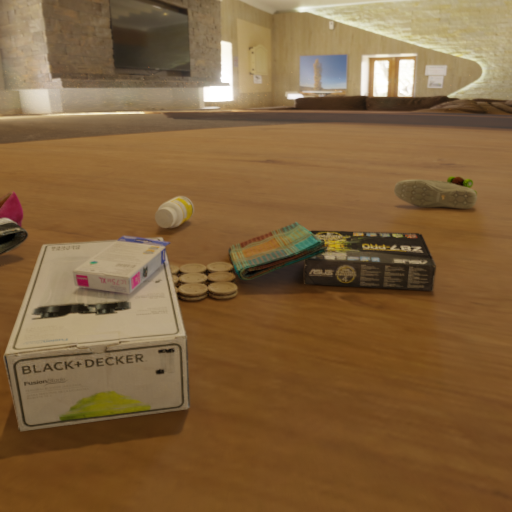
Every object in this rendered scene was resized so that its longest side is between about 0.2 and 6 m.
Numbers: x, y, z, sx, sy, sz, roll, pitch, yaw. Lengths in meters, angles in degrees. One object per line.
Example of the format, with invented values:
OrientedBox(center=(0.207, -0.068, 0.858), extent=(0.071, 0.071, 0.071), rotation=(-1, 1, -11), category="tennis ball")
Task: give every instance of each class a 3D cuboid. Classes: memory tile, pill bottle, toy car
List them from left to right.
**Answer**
OrientedBox(center=(-1.886, -0.977, 12.802), extent=(0.607, 0.607, 1.090), rotation=(5, 17, 14), category="pill bottle")
OrientedBox(center=(-1.292, 0.441, 9.343), extent=(1.912, 0.161, 1.466), rotation=(-2, 19, -7), category="memory tile")
OrientedBox(center=(5.380, -1.680, 15.268), extent=(0.895, 0.706, 0.735), rotation=(-37, 26, -13), category="toy car")

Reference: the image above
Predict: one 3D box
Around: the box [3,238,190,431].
OrientedBox(center=(-1.893, 0.746, 6.987), extent=(1.799, 0.927, 3.085), rotation=(-5, 22, -13), category="box")

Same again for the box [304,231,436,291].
OrientedBox(center=(1.949, 0.040, 9.954), extent=(2.147, 0.527, 1.731), rotation=(3, 22, 8), category="box")

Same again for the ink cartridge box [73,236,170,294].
OrientedBox(center=(-1.639, 0.085, 7.049), extent=(0.738, 0.260, 1.237), rotation=(7, 25, 14), category="ink cartridge box")

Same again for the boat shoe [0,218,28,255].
OrientedBox(center=(-5.009, -0.114, 10.195), extent=(0.611, 0.660, 1.788), rotation=(25, 32, 24), category="boat shoe")

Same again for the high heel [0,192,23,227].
OrientedBox(center=(-5.477, -0.532, 10.775), extent=(0.757, 1.079, 2.249), rotation=(13, 23, 33), category="high heel")

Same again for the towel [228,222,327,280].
OrientedBox(center=(0.288, -0.141, 10.058), extent=(1.544, 0.228, 2.106), rotation=(-20, 15, -3), category="towel")

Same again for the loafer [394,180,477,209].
OrientedBox(center=(4.679, -1.620, 14.704), extent=(2.077, 0.726, 0.725), rotation=(12, 17, 10), category="loafer")
